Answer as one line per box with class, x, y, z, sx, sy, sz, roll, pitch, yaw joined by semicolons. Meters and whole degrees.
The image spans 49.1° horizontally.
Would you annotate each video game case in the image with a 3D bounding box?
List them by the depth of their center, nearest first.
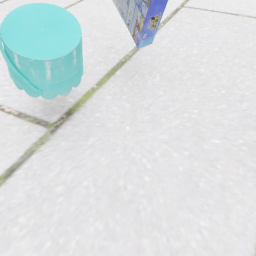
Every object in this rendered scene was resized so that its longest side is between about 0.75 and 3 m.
video game case;0.229;-4.057;8.060;0.609;2.679;2.429;-22;78;-14

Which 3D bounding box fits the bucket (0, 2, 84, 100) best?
bucket;-2.038;-1.899;6.819;2.079;1.353;2.079;5;61;-8
